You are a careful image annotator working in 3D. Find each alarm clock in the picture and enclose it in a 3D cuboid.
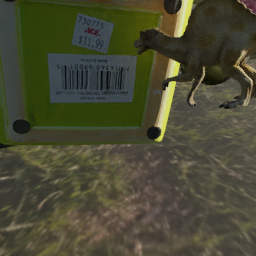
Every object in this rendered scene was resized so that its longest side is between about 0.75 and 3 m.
[{"bbox_3d":[1.966,-1.752,5.658,0.838,1.698,2.517,18,-6,-19],"label":"alarm clock"}]

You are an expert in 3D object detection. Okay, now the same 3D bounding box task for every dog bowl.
[{"bbox_3d":[3.344,-3.217,8.045,2.549,2.549,0.940,21,29,33],"label":"dog bowl"}]

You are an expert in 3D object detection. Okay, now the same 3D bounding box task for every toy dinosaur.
[{"bbox_3d":[0.924,-0.685,2.446,1.879,0.950,0.547,-7,13,19],"label":"toy dinosaur"}]

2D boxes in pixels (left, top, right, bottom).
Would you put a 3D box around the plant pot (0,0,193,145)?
[{"bbox_3d":[-0.673,-1.266,4.310,2.865,2.851,2.600,0,32,-13],"label":"plant pot"}]
